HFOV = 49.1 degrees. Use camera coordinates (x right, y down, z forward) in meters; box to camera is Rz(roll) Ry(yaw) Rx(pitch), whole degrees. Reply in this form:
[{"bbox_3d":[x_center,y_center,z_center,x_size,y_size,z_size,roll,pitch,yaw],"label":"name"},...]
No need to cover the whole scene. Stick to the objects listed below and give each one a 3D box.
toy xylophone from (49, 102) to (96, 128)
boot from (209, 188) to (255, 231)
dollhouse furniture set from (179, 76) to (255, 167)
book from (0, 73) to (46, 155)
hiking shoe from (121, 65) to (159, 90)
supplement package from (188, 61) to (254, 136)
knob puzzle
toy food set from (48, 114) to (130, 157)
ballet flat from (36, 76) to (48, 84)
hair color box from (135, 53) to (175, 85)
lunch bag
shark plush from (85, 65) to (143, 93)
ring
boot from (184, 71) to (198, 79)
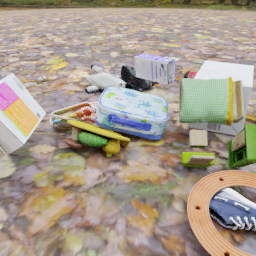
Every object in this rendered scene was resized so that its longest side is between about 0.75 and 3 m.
[{"bbox_3d":[-1.980,-0.486,10.190,1.779,0.447,1.303,-19,-6,2],"label":"toy xylophone"},{"bbox_3d":[2.550,2.015,6.081,0.805,0.649,1.783,-27,30,-28],"label":"boot"},{"bbox_3d":[2.450,-0.393,7.870,1.867,1.431,2.851,2,73,4],"label":"dollhouse furniture set"},{"bbox_3d":[-3.048,-0.510,7.368,0.548,1.523,2.279,-30,20,12],"label":"book"},{"bbox_3d":[0.523,-2.537,14.112,1.153,0.867,2.290,-8,36,-35],"label":"hiking shoe"},{"bbox_3d":[3.483,-1.203,10.435,1.886,1.872,2.485,11,31,20],"label":"supplement package"},{"bbox_3d":[-0.872,-0.700,11.099,2.646,0.367,2.646,0,29,0],"label":"knob puzzle"},{"bbox_3d":[-1.220,0.336,8.911,2.547,0.832,1.498,17,2,19],"label":"toy food set"},{"bbox_3d":[-4.420,-2.512,14.448,0.257,0.274,0.757,18,34,30],"label":"ballet flat"},{"bbox_3d":[0.826,-1.857,8.730,1.296,0.708,0.420,24,41,39],"label":"hair color box"},{"bbox_3d":[0.140,-0.539,9.802,2.467,1.017,1.983,12,29,-2],"label":"lunch bag"},{"bbox_3d":[-0.696,-2.236,13.340,2.893,1.314,1.205,3,-2,14],"label":"shark plush"},{"bbox_3d":[2.621,1.975,6.052,2.696,0.259,2.696,0,39,0],"label":"ring"},{"bbox_3d":[3.743,-2.876,14.816,1.660,0.601,1.197,-29,38,-35],"label":"boot"}]
